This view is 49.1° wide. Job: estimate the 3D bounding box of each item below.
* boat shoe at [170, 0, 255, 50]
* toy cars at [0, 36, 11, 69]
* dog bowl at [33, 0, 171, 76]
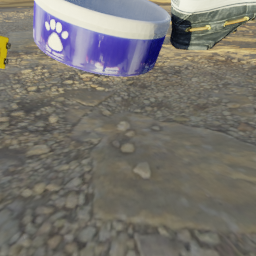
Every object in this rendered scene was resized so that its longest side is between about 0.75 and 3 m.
[{"bbox_3d":[2.291,-2.546,5.957,2.952,1.340,1.044,-10,59,-4],"label":"boat shoe"},{"bbox_3d":[-3.500,-2.312,6.985,0.769,1.715,0.380,-39,36,-22],"label":"toy cars"},{"bbox_3d":[-0.531,-2.107,5.664,2.630,1.036,2.630,12,34,-8],"label":"dog bowl"}]
